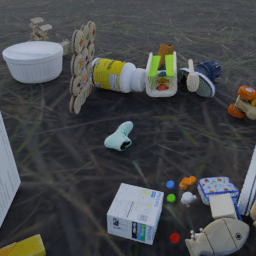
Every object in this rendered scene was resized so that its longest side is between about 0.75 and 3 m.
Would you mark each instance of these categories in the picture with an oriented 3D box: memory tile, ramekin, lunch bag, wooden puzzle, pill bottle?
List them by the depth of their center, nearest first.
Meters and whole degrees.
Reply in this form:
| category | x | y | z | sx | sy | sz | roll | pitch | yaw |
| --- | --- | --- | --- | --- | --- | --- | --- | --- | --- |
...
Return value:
| category | x | y | z | sx | sy | sz | roll | pitch | yaw |
| --- | --- | --- | --- | --- | --- | --- | --- | --- | --- |
| wooden puzzle | -1.868 | 2.765 | 3.652 | 1.951 | 0.338 | 2.892 | -11 | 35 | -16 |
| lunch bag | 1.910 | 1.330 | 5.891 | 0.788 | 0.298 | 0.631 | -4 | 34 | -6 |
| memory tile | -1.388 | -1.870 | 8.715 | 0.214 | 2.554 | 1.957 | 12 | 31 | 4 |
| pill bottle | -0.341 | -1.865 | 10.101 | 1.936 | 1.077 | 1.077 | 15 | 36 | 21 |
| ramekin | -3.729 | -2.645 | 11.288 | 2.314 | 1.078 | 2.314 | 0 | 32 | 0 |

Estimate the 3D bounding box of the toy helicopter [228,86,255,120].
| category | x | y | z | sx | sy | sz | roll | pitch | yaw |
| --- | --- | --- | --- | --- | --- | --- | --- | --- | --- |
| toy helicopter | 4.205 | -0.363 | 8.261 | 1.480 | 0.883 | 2.238 | -7 | 43 | -27 |

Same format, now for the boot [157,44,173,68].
| category | x | y | z | sx | sy | sz | roll | pitch | yaw |
| --- | --- | --- | --- | --- | --- | --- | --- | --- | --- |
| boot | 1.384 | -3.157 | 12.189 | 1.338 | 0.958 | 0.471 | -19 | 37 | -26 |

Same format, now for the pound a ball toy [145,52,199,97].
| category | x | y | z | sx | sy | sz | roll | pitch | yaw |
| --- | --- | --- | --- | --- | --- | --- | --- | --- | --- |
| pound a ball toy | 1.543 | -1.827 | 9.944 | 1.702 | 1.109 | 2.610 | -1 | 32 | 9 |

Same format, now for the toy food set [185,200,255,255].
| category | x | y | z | sx | sy | sz | roll | pitch | yaw |
| --- | --- | --- | --- | --- | --- | --- | --- | --- | --- |
| toy food set | 2.211 | 1.930 | 4.454 | 2.304 | 0.363 | 1.465 | -20 | 69 | -22 |

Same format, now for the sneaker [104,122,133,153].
| category | x | y | z | sx | sy | sz | roll | pitch | yaw |
| --- | --- | --- | --- | --- | --- | --- | --- | --- | --- |
| sneaker | -0.055 | 0.246 | 7.462 | 0.625 | 0.390 | 1.060 | 19 | 47 | 35 |

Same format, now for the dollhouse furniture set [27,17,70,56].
| category | x | y | z | sx | sy | sz | roll | pitch | yaw |
| --- | --- | --- | --- | --- | --- | --- | --- | --- | --- |
| dollhouse furniture set | -3.771 | -4.133 | 13.269 | 1.687 | 1.549 | 1.098 | 40 | 45 | 7 |

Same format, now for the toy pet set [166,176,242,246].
| category | x | y | z | sx | sy | sz | roll | pitch | yaw |
| --- | --- | --- | --- | --- | --- | --- | --- | --- | --- |
| toy pet set | 1.429 | 1.602 | 5.253 | 1.218 | 0.693 | 1.304 | -16 | 38 | 19 |

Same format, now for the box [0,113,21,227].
| category | x | y | z | sx | sy | sz | roll | pitch | yaw |
| --- | --- | --- | --- | --- | --- | --- | --- | --- | --- |
| box | -3.690 | 0.592 | 4.797 | 2.737 | 2.723 | 1.789 | 0 | 33 | 0 |

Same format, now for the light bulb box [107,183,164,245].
| category | x | y | z | sx | sy | sz | roll | pitch | yaw |
| --- | --- | --- | --- | --- | --- | --- | --- | --- | --- |
| light bulb box | 0.153 | 1.587 | 5.269 | 0.861 | 0.538 | 0.854 | 10 | 34 | 15 |

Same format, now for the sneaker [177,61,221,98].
| category | x | y | z | sx | sy | sz | roll | pitch | yaw |
| --- | --- | --- | --- | --- | --- | --- | --- | --- | --- |
| sneaker | 2.988 | -1.848 | 10.306 | 1.534 | 0.807 | 2.123 | -13 | 34 | -15 |

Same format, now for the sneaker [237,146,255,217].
| category | x | y | z | sx | sy | sz | roll | pitch | yaw |
| --- | --- | --- | --- | --- | --- | --- | --- | --- | --- |
| sneaker | 3.057 | 0.800 | 5.834 | 0.998 | 0.986 | 2.515 | 15 | 58 | 25 |
